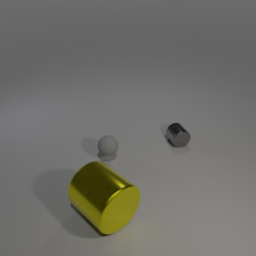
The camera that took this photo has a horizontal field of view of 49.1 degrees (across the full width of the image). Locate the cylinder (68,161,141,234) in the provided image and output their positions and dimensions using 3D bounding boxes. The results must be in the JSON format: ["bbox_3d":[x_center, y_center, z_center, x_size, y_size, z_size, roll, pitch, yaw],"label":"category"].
[{"bbox_3d":[-0.630,1.791,7.387,1.400,1.400,1.400,-26,40,-36],"label":"cylinder"}]

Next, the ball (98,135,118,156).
[{"bbox_3d":[-0.674,0.592,9.469,0.700,0.700,0.700,0,32,0],"label":"ball"}]

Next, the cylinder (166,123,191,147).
[{"bbox_3d":[1.886,0.260,10.539,0.700,0.700,0.700,-9,33,-15],"label":"cylinder"}]
